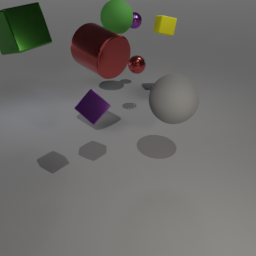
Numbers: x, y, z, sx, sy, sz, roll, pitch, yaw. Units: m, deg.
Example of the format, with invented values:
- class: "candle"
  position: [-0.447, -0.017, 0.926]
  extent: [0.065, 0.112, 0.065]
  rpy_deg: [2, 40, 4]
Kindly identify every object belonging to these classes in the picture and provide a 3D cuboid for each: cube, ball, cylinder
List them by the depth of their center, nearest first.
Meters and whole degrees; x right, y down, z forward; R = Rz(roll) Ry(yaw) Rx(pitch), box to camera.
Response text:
- class: "cube"
  position: [-1.922, -1.753, 4.982]
  extent: [0.700, 0.700, 0.700]
  rpy_deg: [9, 33, 41]
- class: "cube"
  position: [-0.970, -0.580, 7.739]
  extent: [0.700, 0.700, 0.700]
  rpy_deg: [41, 0, -6]
- class: "ball"
  position: [1.278, -0.808, 7.837]
  extent: [1.400, 1.400, 1.400]
  rpy_deg: [0, 29, 0]
- class: "cylinder"
  position: [-0.877, -2.471, 8.966]
  extent: [1.400, 1.400, 1.400]
  rpy_deg: [-25, 47, -38]
- class: "ball"
  position: [0.343, -2.456, 10.868]
  extent: [0.700, 0.700, 0.700]
  rpy_deg: [0, 29, 0]
- class: "ball"
  position: [-0.475, -4.722, 11.920]
  extent: [1.400, 1.400, 1.400]
  rpy_deg: [0, 29, 0]
- class: "cube"
  position: [1.580, -4.408, 12.056]
  extent: [0.700, 0.700, 0.700]
  rpy_deg: [4, 19, -20]
- class: "ball"
  position: [0.278, -4.861, 12.663]
  extent: [0.700, 0.700, 0.700]
  rpy_deg: [0, 29, 0]
